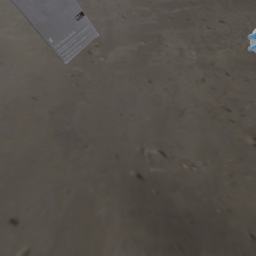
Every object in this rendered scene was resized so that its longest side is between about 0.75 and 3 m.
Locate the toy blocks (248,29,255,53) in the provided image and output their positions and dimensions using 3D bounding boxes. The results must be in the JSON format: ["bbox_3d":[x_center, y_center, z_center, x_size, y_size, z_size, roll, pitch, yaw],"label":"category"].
[{"bbox_3d":[3.149,-2.358,5.874,1.883,1.569,0.684,-23,34,-37],"label":"toy blocks"}]

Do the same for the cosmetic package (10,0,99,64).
[{"bbox_3d":[-2.075,-3.155,7.337,1.345,2.518,1.136,-40,43,1],"label":"cosmetic package"}]
